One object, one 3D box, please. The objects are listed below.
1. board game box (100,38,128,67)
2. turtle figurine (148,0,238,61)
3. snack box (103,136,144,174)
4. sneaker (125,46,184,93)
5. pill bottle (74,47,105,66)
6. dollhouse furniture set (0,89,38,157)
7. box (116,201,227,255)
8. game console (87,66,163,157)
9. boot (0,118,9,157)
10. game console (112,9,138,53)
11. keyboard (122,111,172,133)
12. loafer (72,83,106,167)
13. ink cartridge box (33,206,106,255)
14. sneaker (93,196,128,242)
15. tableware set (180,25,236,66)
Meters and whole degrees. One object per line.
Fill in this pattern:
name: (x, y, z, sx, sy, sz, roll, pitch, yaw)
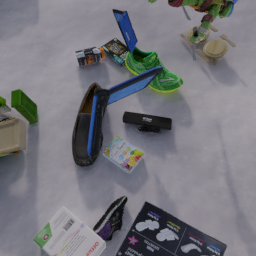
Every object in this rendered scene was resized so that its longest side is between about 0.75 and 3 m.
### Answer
board game box: (-0.427, -3.230, 11.891, 0.915, 0.190, 1.352, -38, 66, -20)
turtle figurine: (1.753, -3.694, 9.003, 2.784, 2.872, 2.067, 16, 80, -25)
snack box: (-0.163, 0.878, 9.343, 1.134, 0.300, 0.806, 33, 64, 18)
sneaker: (0.944, -2.262, 10.778, 2.602, 1.087, 0.964, 34, 64, 17)
pill bottle: (-1.549, -2.960, 11.474, 1.176, 0.625, 0.625, -17, 60, -9)
dollhouse furniture set: (-4.025, 0.093, 9.431, 1.558, 1.194, 2.379, -14, 61, 5)
box: (0.718, 3.196, 6.432, 1.896, 2.869, 1.646, 25, 61, 14)
game console: (-0.150, -0.321, 6.881, 1.438, 2.430, 2.074, 6, 87, -5)
boot: (-4.385, 0.346, 9.528, 1.471, 0.544, 1.206, -22, 63, -21)
game console: (-0.199, -3.219, 9.298, 0.697, 1.178, 1.005, 1, 51, 28)
keyboard: (0.657, -0.130, 10.034, 1.785, 0.354, 0.929, 9, 36, 7)
loafer: (-1.365, -0.184, 9.524, 1.092, 1.084, 2.999, 2, 60, 0)
ink cartridge box: (-1.564, 3.174, 7.734, 1.611, 0.677, 1.167, 34, 65, 19)
sneaker: (-0.381, 2.665, 8.249, 0.617, 0.534, 1.409, 47, 59, -6)
tableware set: (3.382, -3.632, 12.017, 1.431, 0.434, 2.165, -30, 57, -3)
